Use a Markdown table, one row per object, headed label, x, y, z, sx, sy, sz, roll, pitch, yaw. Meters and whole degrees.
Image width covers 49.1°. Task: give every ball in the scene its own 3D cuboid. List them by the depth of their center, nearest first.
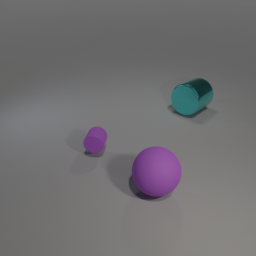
| label | x | y | z | sx | sy | sz | roll | pitch | yaw |
| --- | --- | --- | --- | --- | --- | --- | --- | --- | --- |
| ball | 0.808 | 1.218 | 7.933 | 1.400 | 1.400 | 1.400 | 0 | 30 | 0 |

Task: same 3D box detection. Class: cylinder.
| label | x | y | z | sx | sy | sz | roll | pitch | yaw |
| --- | --- | --- | --- | --- | --- | --- | --- | --- | --- |
| cylinder | -1.124 | 0.407 | 9.732 | 0.700 | 0.700 | 0.700 | 4 | 28 | 6 |
| cylinder | 2.886 | -1.424 | 12.580 | 1.400 | 1.400 | 1.400 | 24 | 34 | 34 |
